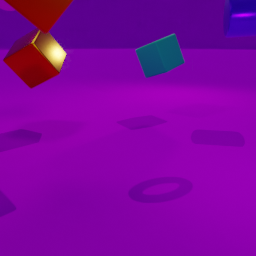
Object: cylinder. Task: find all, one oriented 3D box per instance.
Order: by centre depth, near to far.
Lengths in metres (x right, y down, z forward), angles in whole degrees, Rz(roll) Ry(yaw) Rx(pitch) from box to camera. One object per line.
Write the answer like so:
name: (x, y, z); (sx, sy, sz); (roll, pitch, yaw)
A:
cylinder: (3.309, -3.119, 7.754); (1.125, 1.125, 1.125); (-1, 17, 10)

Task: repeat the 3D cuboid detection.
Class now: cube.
cube: (-1.597, -2.449, 4.617); (1.087, 1.087, 1.087); (35, 7, -47)
cube: (-2.442, -1.889, 7.486); (1.033, 1.033, 1.033); (-21, 40, 22)
cube: (1.037, -2.316, 9.065); (0.986, 0.986, 0.986); (-32, 16, -35)

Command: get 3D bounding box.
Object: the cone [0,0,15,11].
cone: (-3.404, -4.000, 7.928); (0.908, 0.908, 0.912); (-2, 60, -6)
